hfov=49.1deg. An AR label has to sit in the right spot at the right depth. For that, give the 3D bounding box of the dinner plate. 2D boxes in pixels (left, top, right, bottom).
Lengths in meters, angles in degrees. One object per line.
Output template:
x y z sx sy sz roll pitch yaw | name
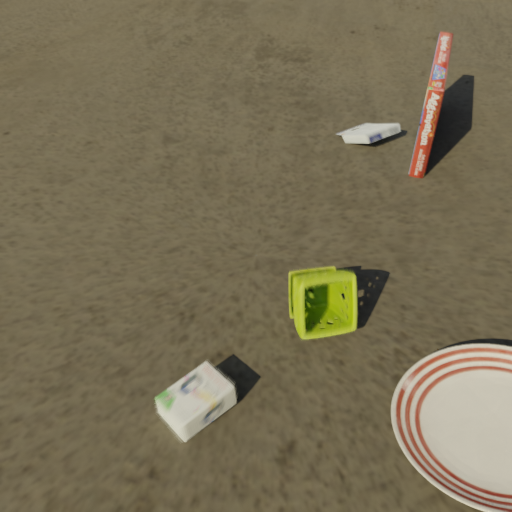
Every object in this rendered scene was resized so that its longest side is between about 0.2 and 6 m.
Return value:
3.225 2.238 7.454 2.779 0.337 2.779 -8 33 5 | dinner plate

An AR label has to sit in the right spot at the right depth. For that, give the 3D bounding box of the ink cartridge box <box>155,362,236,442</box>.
-0.838 2.028 7.864 0.925 0.405 0.672 -30 47 -30 | ink cartridge box

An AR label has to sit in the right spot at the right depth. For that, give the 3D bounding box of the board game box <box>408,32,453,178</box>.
4.421 -3.899 14.032 0.408 2.158 4.192 12 40 14 | board game box

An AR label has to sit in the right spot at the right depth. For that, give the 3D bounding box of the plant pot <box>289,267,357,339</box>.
1.016 0.689 9.079 0.967 0.971 0.881 -7 17 -14 | plant pot

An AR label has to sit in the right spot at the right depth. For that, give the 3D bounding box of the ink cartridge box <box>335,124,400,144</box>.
2.897 -3.187 14.566 1.199 0.244 1.201 -24 25 -27 | ink cartridge box
